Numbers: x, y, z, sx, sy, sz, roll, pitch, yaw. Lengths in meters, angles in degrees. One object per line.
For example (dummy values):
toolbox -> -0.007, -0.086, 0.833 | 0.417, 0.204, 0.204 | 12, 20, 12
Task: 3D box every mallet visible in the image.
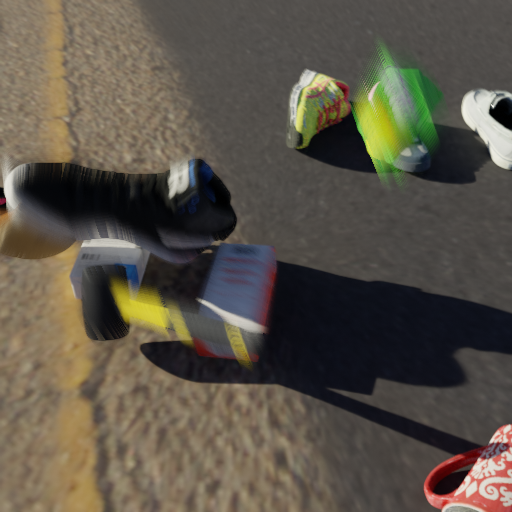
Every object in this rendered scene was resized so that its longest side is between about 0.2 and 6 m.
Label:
mallet -> -1.171, 0.917, 7.022 | 3.093, 1.018, 0.636 | 17, 19, 37

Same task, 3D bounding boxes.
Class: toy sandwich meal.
toy sandwich meal -> -3.261, -0.421, 8.311 | 1.372, 1.372, 0.470 | -17, 62, -16

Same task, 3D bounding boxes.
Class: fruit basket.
fruit basket -> 1.959, -1.969, 8.263 | 1.409, 1.409, 1.016 | -27, 69, -25

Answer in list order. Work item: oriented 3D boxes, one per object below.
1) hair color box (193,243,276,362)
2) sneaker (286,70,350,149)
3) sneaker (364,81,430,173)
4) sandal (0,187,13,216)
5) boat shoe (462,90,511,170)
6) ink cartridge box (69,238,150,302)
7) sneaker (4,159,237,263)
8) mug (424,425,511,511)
hair color box -> -0.271, 0.630, 8.209 | 0.893, 0.539, 1.760 | 4, 49, 12
sneaker -> 1.370, -3.147, 11.909 | 1.234, 1.068, 2.732 | 13, 46, 9
sneaker -> 2.845, -2.677, 11.453 | 0.851, 0.995, 2.426 | -12, 46, -12
sandal -> -4.760, -1.038, 10.189 | 1.937, 0.437, 0.728 | -35, 54, -30
boat shoe -> 5.127, -2.904, 11.712 | 0.933, 0.952, 2.673 | -2, 45, -2
ink cartridge box -> -2.269, -0.055, 9.097 | 0.966, 0.556, 1.668 | 4, 44, 3
sneaker -> -1.644, -0.936, 7.865 | 3.147, 1.761, 1.150 | 16, 54, -40
mug -> 2.665, 2.533, 6.272 | 1.200, 0.902, 1.352 | 32, 49, 26
